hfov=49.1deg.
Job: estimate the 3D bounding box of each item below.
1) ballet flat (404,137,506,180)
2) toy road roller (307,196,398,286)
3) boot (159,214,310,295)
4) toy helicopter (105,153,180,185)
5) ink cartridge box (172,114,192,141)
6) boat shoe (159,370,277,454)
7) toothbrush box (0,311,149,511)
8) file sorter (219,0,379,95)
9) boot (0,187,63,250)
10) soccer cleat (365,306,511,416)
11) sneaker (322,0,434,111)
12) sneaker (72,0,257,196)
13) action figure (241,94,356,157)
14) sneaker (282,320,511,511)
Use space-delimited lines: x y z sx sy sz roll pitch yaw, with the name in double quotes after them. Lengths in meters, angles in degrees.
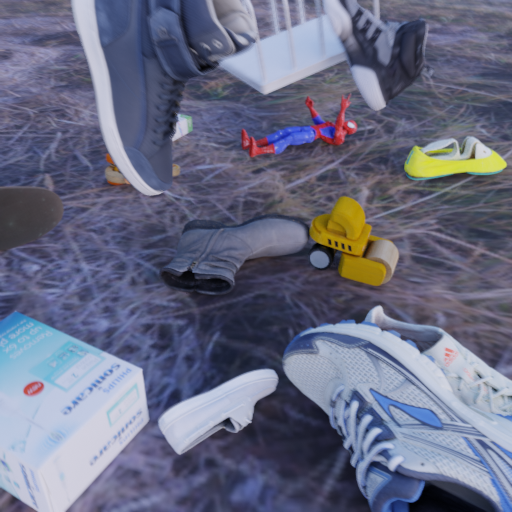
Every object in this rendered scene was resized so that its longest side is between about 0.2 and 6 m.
4.442 -2.177 12.272 2.446 0.820 0.817 -7 33 -11 "ballet flat"
1.576 -0.280 8.948 1.473 1.075 0.905 18 37 13 "toy road roller"
-0.290 0.062 8.984 2.272 0.793 1.495 -5 34 13 "boot"
-2.373 -1.761 11.859 1.592 0.628 1.053 -8 33 -22 "toy helicopter"
-2.223 -3.314 14.418 0.710 0.412 0.980 17 36 25 "ink cartridge box"
-0.333 1.782 6.429 1.528 0.550 0.524 -14 58 -34 "boat shoe"
-2.485 1.659 6.235 2.067 0.881 1.513 19 38 25 "toothbrush box"
0.705 -4.395 10.124 2.626 1.635 1.822 -27 43 -15 "file sorter"
-4.957 -0.620 9.738 3.028 1.114 1.142 -19 27 -24 "boot"
2.316 1.458 6.409 2.653 1.029 0.919 23 39 30 "soccer cleat"
2.023 -3.749 9.241 1.366 2.401 0.906 -24 5 17 "sneaker"
-0.921 -2.015 6.839 1.986 2.748 1.045 0 33 17 "sneaker"
1.157 -3.277 13.526 2.922 1.446 0.954 -9 34 -19 "action figure"
1.456 1.849 5.615 3.427 1.320 1.460 27 45 36 "sneaker"
